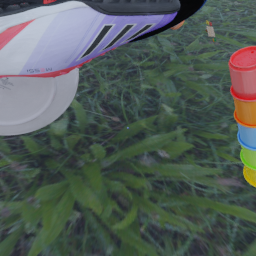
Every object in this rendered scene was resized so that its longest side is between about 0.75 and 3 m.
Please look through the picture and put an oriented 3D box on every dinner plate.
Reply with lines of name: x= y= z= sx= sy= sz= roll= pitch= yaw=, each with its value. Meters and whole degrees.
dinner plate: x=-1.885 y=-0.702 z=4.302 sx=2.298 sy=2.298 sz=0.279 roll=-13 pitch=42 yaw=-14

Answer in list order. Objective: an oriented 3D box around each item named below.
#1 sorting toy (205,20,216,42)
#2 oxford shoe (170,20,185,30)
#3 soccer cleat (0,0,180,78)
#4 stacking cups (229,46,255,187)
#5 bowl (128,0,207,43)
sorting toy: x=2.894 y=-3.421 z=9.933 sx=0.370 sy=0.767 sz=0.130 roll=-11 pitch=-3 yaw=-40
oxford shoe: x=1.736 y=-4.412 z=9.093 sx=0.790 sy=2.215 sz=0.807 roll=22 pitch=8 yaw=36
soccer cleat: x=-0.577 y=-0.971 z=2.946 sx=2.271 sy=0.831 sz=0.775 roll=-11 pitch=39 yaw=-7
stacking cups: x=2.146 y=-0.023 z=4.712 sx=0.832 sy=2.750 sz=0.832 roll=-19 pitch=40 yaw=17
bowl: x=0.585 y=-2.570 z=6.220 sx=2.475 sy=0.486 sz=2.475 roll=-21 pitch=3 yaw=1
